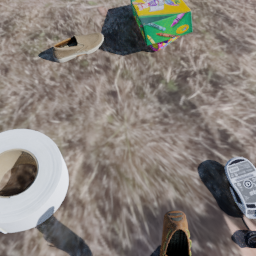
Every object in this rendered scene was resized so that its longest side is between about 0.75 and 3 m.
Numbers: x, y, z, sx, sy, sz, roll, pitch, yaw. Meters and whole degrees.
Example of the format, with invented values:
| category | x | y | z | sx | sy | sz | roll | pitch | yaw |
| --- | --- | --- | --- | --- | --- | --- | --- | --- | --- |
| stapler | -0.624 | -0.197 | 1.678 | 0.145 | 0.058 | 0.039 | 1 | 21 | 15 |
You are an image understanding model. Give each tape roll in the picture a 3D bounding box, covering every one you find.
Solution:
| category | x | y | z | sx | sy | sz | roll | pitch | yaw |
| --- | --- | --- | --- | --- | --- | --- | --- | --- | --- |
| tape roll | -2.835 | 1.296 | 7.148 | 2.521 | 0.882 | 2.521 | 0 | 58 | 0 |

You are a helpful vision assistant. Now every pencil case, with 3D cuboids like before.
| category | x | y | z | sx | sy | sz | roll | pitch | yaw |
| --- | --- | --- | --- | --- | --- | --- | --- | --- | --- |
| pencil case | 1.412 | -3.376 | 10.266 | 1.401 | 0.619 | 0.619 | -37 | 65 | -20 |

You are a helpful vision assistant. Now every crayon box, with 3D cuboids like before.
| category | x | y | z | sx | sy | sz | roll | pitch | yaw |
| --- | --- | --- | --- | --- | --- | --- | --- | --- | --- |
| crayon box | 1.118 | -4.153 | 10.126 | 1.635 | 0.802 | 2.754 | -16 | 44 | 3 |

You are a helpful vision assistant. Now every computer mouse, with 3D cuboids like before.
| category | x | y | z | sx | sy | sz | roll | pitch | yaw |
| --- | --- | --- | --- | --- | --- | --- | --- | --- | --- |
| computer mouse | 3.161 | 1.827 | 7.080 | 1.250 | 0.500 | 2.280 | -15 | 65 | -4 |

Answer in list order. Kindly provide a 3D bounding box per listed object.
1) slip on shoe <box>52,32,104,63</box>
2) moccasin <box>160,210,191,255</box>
| category | x | y | z | sx | sy | sz | roll | pitch | yaw |
| --- | --- | --- | --- | --- | --- | --- | --- | --- | --- |
| slip on shoe | -1.774 | -3.034 | 10.047 | 2.007 | 0.608 | 0.763 | -26 | 61 | -15 |
| moccasin | 0.834 | 2.102 | 4.648 | 0.542 | 1.481 | 0.572 | 2 | 23 | -1 |
